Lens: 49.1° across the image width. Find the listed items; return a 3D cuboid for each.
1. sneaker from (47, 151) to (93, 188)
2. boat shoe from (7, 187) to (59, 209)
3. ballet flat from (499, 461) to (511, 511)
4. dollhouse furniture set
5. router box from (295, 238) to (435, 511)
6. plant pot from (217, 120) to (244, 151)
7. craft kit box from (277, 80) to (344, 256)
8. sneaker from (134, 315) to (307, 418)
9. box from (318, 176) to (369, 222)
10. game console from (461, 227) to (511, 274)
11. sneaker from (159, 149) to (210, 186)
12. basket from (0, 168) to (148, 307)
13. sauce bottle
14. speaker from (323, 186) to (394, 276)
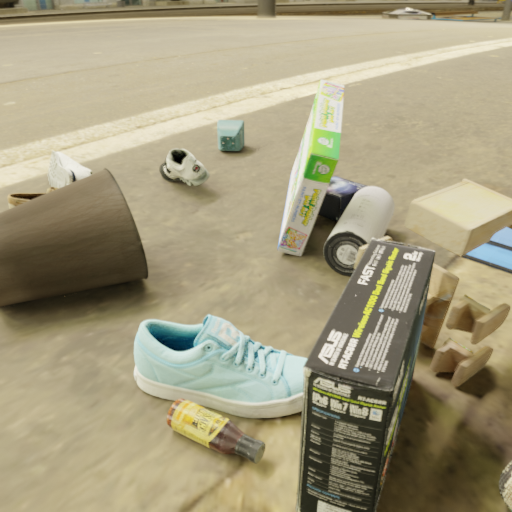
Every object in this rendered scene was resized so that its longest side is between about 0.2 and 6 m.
[{"bbox_3d":[-4.778,-2.103,14.510,0.902,0.856,2.241,-3,29,-34],"label":"sneaker"},{"bbox_3d":[-4.687,-1.236,12.973,1.973,0.636,0.703,-8,31,-14],"label":"boat shoe"},{"bbox_3d":[4.209,2.308,6.241,2.879,1.084,0.977,-3,46,-5],"label":"ballet flat"},{"bbox_3d":[2.866,0.235,8.550,1.556,2.392,2.197,-20,42,-37],"label":"dollhouse furniture set"},{"bbox_3d":[1.382,1.405,6.776,0.904,2.182,2.911,11,32,20],"label":"router box"},{"bbox_3d":[-0.799,-3.575,16.960,0.817,0.815,0.832,2,35,4],"label":"plant pot"},{"bbox_3d":[1.110,-1.777,11.361,0.630,2.567,2.599,12,47,0],"label":"craft kit box"},{"bbox_3d":[-0.373,1.440,7.752,2.849,1.167,1.053,3,31,5],"label":"sneaker"},{"bbox_3d":[1.912,-1.351,13.133,1.039,0.645,1.047,-26,35,-36],"label":"box"},{"bbox_3d":[4.991,-0.327,11.282,1.365,1.165,0.808,23,10,34],"label":"game console"},{"bbox_3d":[-2.004,-2.415,14.437,0.760,0.908,2.051,-47,34,-20],"label":"sneaker"},{"bbox_3d":[-3.608,-0.219,10.082,2.616,1.779,2.358,-19,64,-21],"label":"basket"},{"bbox_3d":[-0.509,2.231,7.124,1.330,0.439,0.439,15,33,25],"label":"sauce bottle"},{"bbox_3d":[2.160,-0.579,11.480,0.979,0.979,2.412,11,31,18],"label":"speaker"}]
